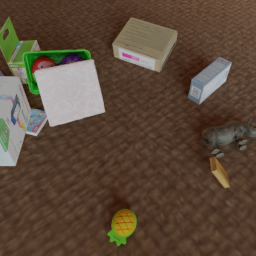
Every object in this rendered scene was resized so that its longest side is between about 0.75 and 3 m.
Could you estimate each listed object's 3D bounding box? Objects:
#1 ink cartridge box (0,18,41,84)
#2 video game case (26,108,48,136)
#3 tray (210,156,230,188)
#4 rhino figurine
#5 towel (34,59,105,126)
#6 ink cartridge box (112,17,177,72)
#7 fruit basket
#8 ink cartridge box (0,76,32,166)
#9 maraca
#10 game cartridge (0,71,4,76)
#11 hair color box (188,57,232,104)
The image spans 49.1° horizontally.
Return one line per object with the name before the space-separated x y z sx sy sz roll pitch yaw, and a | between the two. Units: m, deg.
ink cartridge box | -4.298 -3.126 11.406 0.832 2.198 1.624 -1 49 5
video game case | -3.837 -0.322 10.406 1.564 0.136 1.118 13 51 10
tray | 2.776 1.343 8.460 0.185 1.002 0.494 -22 40 28
rhino figurine | 3.626 0.213 9.557 2.394 0.716 1.047 -16 53 -12
towel | -1.989 -1.246 9.835 2.079 1.985 0.335 -15 8 -14
ink cartridge box | 0.770 -3.780 12.623 2.354 0.884 1.940 23 65 14
fruit basket | -2.660 -1.965 10.831 2.746 1.981 2.746 -1 32 1
ink cartridge box | -4.075 -0.245 9.078 1.067 1.771 2.438 0 50 -2
maraca | -0.152 2.683 7.613 0.665 0.519 0.970 26 66 8
game cartridge | -6.231 -2.028 11.764 1.827 0.351 1.184 -32 52 -24
hair color box | 3.273 -1.912 11.204 0.601 0.981 1.982 37 59 27
